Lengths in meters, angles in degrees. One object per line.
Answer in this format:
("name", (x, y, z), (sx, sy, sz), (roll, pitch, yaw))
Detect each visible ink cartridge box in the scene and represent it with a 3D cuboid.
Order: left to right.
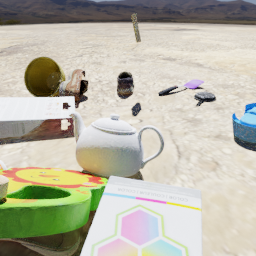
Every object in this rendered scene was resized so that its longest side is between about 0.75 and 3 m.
("ink cartridge box", (-3.216, -0.447, 9.618), (2.722, 0.777, 2.212), (1, 25, -13))
("ink cartridge box", (0.137, 2.004, 3.618), (1.527, 0.872, 2.941), (7, 34, 10))

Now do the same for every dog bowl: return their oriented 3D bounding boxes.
("dog bowl", (4.217, -0.196, 9.056), (1.304, 0.580, 2.339), (21, 32, 37))

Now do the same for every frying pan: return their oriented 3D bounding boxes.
("frying pan", (3.057, -1.284, 11.793), (1.586, 0.258, 0.960), (-15, 29, -36))

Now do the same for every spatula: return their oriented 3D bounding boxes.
("spatula", (2.413, -1.885, 12.982), (2.647, 0.272, 0.748), (-17, 29, -32))

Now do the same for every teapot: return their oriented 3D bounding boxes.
("teapot", (-0.351, 0.317, 6.707), (1.789, 1.307, 1.766), (4, 13, -32))

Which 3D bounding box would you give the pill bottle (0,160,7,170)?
("pill bottle", (-3.235, 1.195, 6.021), (1.196, 0.655, 0.655), (-23, 33, -39))

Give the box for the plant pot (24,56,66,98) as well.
("plant pot", (-3.386, -2.097, 12.131), (1.727, 1.727, 1.226), (6, 3, 13))

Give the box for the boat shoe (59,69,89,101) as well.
("boat shoe", (-2.168, -1.822, 12.167), (0.948, 1.000, 2.640), (6, 35, 4))

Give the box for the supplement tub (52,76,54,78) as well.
("supplement tub", (-3.843, -2.634, 13.834), (0.884, 0.884, 1.215), (-11, 27, -23))

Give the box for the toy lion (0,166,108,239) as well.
("toy lion", (-1.536, 1.096, 4.854), (2.829, 1.013, 2.951), (8, -1, -31))

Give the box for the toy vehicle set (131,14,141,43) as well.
("toy vehicle set", (0.343, -4.139, 11.681), (0.148, 1.118, 0.694), (-13, 17, 0))

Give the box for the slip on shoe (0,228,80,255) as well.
("slip on shoe", (-1.986, 1.614, 5.041), (2.408, 0.730, 0.916), (11, 27, 22))

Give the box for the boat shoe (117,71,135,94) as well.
("boat shoe", (-0.113, -2.291, 13.222), (0.872, 0.786, 2.425), (1, 25, 1))
